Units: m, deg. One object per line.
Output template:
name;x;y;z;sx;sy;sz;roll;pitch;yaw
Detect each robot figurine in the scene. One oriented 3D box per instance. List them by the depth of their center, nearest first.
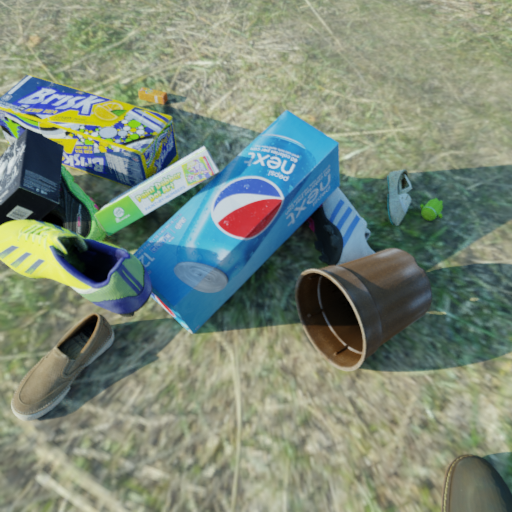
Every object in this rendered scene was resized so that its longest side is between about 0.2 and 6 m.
robot figurine;3.639;-0.953;11.593;0.487;0.321;0.556;32;58;23

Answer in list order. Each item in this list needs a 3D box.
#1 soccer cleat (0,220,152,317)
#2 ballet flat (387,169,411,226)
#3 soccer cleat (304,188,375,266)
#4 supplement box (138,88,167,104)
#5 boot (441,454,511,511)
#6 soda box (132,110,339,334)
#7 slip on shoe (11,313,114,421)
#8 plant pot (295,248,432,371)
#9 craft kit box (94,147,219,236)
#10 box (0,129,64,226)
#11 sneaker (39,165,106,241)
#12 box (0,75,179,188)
soccer cleat;-3.006;-0.077;8.745;3.205;1.341;1.036;20;62;24
ballet flat;2.999;-1.281;11.681;0.470;0.509;1.509;-18;45;29
soccer cleat;1.598;-0.722;11.176;1.163;0.941;2.694;10;44;-23
supplement box;-2.600;-4.027;14.094;0.703;0.242;0.234;13;50;14
boot;3.269;4.018;6.677;1.393;1.807;3.728;-3;52;-2
soda box;-0.281;-0.633;10.069;1.310;1.385;4.082;38;74;23
slip on shoe;-3.202;1.767;9.232;0.777;0.619;2.043;33;58;23
plant pot;1.878;0.774;9.446;1.750;1.768;1.768;-21;54;-26
craft kit box;-1.788;-1.300;10.539;2.245;0.545;2.217;-30;11;2
box;-4.413;-1.343;10.570;1.523;0.793;1.387;-29;52;33
sneaker;-4.120;-1.113;11.271;1.144;1.048;2.731;-33;56;-26
box;-3.752;-2.733;12.416;3.852;1.238;1.349;20;54;14
